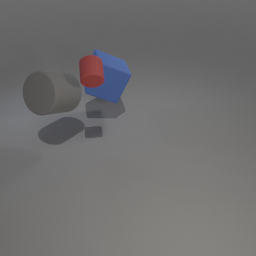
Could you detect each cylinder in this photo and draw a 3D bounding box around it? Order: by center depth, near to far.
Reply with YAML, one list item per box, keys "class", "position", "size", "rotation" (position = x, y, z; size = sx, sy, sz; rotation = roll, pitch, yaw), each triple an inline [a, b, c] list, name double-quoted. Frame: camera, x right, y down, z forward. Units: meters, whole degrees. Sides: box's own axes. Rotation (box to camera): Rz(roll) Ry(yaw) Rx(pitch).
- class: "cylinder"
  position: [-1.082, -1.668, 8.306]
  size: [0.700, 0.700, 0.700]
  rotation: [-5, 65, -7]
- class: "cylinder"
  position: [-2.518, -1.180, 9.429]
  size: [1.400, 1.400, 1.400]
  rotation: [15, 14, 23]

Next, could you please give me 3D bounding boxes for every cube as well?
- class: "cube"
  position: [-0.885, -2.082, 11.322]
  size: [1.400, 1.400, 1.400]
  rotation: [16, 30, -23]
